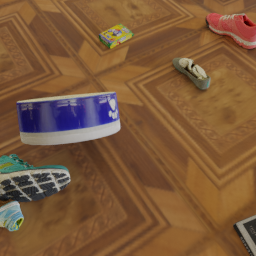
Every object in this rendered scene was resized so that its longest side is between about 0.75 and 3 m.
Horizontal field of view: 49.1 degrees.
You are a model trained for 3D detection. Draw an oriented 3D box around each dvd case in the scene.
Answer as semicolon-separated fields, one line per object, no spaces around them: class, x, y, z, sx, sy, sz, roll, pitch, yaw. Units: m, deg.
dvd case;3.645;2.488;6.184;2.068;0.256;1.554;-17;56;-12

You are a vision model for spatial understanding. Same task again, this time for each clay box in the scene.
clay box;-0.405;-3.451;10.381;1.197;0.285;0.688;-37;63;-22

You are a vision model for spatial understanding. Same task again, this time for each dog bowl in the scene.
dog bowl;-1.421;-0.308;6.879;2.408;2.408;0.949;-6;99;-4

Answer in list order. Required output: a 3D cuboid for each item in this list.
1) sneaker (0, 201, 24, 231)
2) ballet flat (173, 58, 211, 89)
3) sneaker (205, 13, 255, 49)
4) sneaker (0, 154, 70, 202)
sneaker;-2.845;2.159;6.337;0.981;0.390;0.640;-32;59;-19
ballet flat;2.095;-1.949;9.161;0.568;0.537;1.687;-27;59;-18
sneaker;3.903;-3.846;10.239;2.252;0.977;0.830;39;63;25
sneaker;-2.792;1.080;6.748;2.787;1.080;1.110;-2;46;-1
